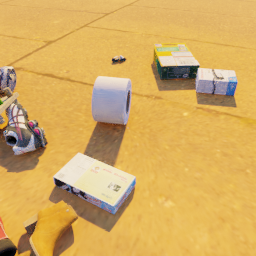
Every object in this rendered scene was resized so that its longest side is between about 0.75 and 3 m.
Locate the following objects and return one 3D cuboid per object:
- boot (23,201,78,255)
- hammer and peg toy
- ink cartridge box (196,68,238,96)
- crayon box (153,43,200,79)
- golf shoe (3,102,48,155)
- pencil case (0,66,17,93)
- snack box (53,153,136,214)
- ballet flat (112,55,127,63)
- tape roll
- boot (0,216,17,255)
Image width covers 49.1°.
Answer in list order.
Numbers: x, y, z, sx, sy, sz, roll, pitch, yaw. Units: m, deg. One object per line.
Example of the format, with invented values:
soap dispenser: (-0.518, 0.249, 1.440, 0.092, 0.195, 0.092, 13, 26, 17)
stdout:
boot: (-1.534, 2.209, 5.985, 1.084, 0.533, 1.515, -25, 38, -23)
hammer and peg toy: (-4.546, -0.407, 8.900, 1.565, 0.750, 2.128, -16, 29, 20)
ink cartridge box: (3.560, -1.891, 11.385, 1.497, 0.630, 1.082, 6, 37, 8)
crayon box: (2.140, -3.157, 13.023, 1.675, 0.687, 2.665, -2, 38, -3)
golf shoe: (-3.488, -0.059, 8.769, 1.037, 0.908, 2.353, -31, 46, -27)
pencil case: (-5.740, -2.025, 11.108, 2.670, 1.194, 1.039, 6, 37, 7)
snack box: (-0.861, 1.373, 7.274, 1.873, 0.347, 1.088, 19, 41, 24)
ballet flat: (-0.424, -3.388, 13.681, 0.781, 0.267, 0.266, -16, 36, -21)
tape roll: (-0.505, -0.918, 9.340, 1.057, 1.540, 1.540, 6, 37, 8)
boot: (-3.440, 2.560, 5.360, 2.277, 0.824, 1.642, -23, 44, -33)
